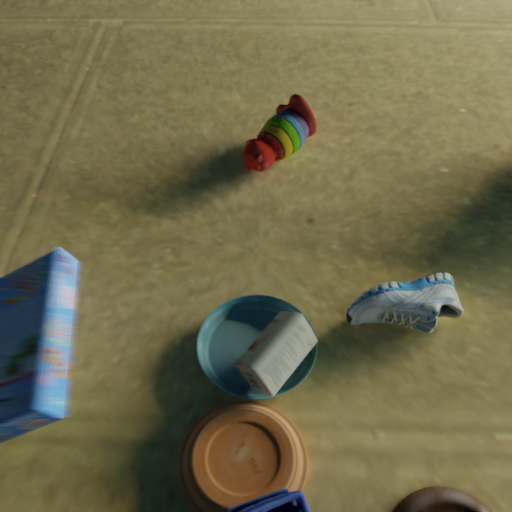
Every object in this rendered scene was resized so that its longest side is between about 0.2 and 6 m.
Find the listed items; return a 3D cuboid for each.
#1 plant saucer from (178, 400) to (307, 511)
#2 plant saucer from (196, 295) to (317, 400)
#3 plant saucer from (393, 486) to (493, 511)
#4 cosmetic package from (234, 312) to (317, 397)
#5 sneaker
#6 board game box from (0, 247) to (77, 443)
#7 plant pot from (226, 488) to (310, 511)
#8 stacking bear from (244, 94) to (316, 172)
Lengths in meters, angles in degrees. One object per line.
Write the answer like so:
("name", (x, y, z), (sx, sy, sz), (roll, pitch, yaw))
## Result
("plant saucer", (-0.170, 2.644, 7.238), (1.675, 0.270, 1.675), (0, 51, 0))
("plant saucer", (0.011, 1.356, 8.326), (1.774, 0.243, 1.774), (0, 50, 1))
("plant saucer", (2.317, 3.469, 6.544), (1.582, 0.289, 1.582), (0, 51, 0))
("cosmetic package", (0.290, 1.362, 7.927), (0.488, 0.578, 1.118), (-1, 36, 51))
("sneaker", (2.306, 0.830, 8.502), (1.873, 0.702, 0.812), (-13, 57, -10))
("board game box", (-3.412, 1.287, 7.719), (1.906, 0.461, 2.520), (-24, 49, 17))
("plant pot", (0.162, 3.191, 6.292), (0.930, 0.836, 0.930), (-15, 80, -12))
("stacking bear", (0.378, -2.270, 10.963), (1.586, 0.963, 0.902), (-46, 103, -23))
